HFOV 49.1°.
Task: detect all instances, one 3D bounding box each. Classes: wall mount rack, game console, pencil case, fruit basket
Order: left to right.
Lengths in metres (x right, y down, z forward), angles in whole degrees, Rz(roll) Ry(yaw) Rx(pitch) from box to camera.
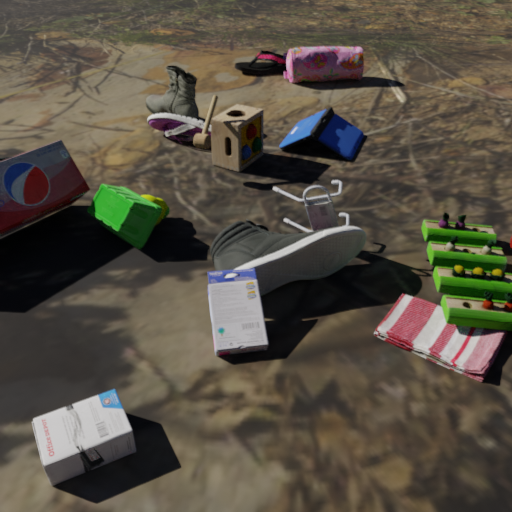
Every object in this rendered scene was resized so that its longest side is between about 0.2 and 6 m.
[{"bbox_3d":[-2.094,-0.703,9.731,1.295,0.934,1.295,29,0,0],"label":"fruit basket"},{"bbox_3d":[0.907,-0.764,9.217,1.144,1.317,0.491,-6,47,15],"label":"wall mount rack"},{"bbox_3d":[1.541,-2.684,13.012,1.416,0.982,1.660,-18,23,32],"label":"game console"},{"bbox_3d":[2.024,-5.694,16.704,2.344,1.025,1.025,-5,35,-6],"label":"pencil case"}]

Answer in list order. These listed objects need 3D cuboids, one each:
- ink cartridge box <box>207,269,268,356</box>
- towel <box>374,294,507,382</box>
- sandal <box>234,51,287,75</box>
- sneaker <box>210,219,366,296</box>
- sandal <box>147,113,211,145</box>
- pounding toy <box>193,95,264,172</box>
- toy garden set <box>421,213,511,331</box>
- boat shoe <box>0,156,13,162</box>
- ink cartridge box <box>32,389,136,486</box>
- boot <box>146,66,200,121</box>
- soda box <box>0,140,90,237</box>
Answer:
[{"bbox_3d":[-0.271,0.739,7.559,0.697,0.245,1.167,-5,62,-8],"label":"ink cartridge box"},{"bbox_3d":[2.493,1.033,7.580,1.497,0.170,1.078,21,39,28],"label":"towel"},{"bbox_3d":[0.649,-6.150,17.663,2.692,0.607,1.011,-4,35,-5],"label":"sandal"},{"bbox_3d":[0.426,-0.195,8.708,2.504,0.885,1.242,-18,43,-18],"label":"sneaker"},{"bbox_3d":[-1.634,-2.834,12.876,2.066,0.840,0.508,13,77,17],"label":"sandal"},{"bbox_3d":[-0.507,-2.538,11.586,0.785,1.507,1.716,18,38,24],"label":"pounding toy"},{"bbox_3d":[3.773,0.120,8.411,2.148,0.514,2.577,6,34,4],"label":"toy garden set"},{"bbox_3d":[-5.614,-1.702,10.996,2.290,0.759,0.856,9,41,16],"label":"boat shoe"},{"bbox_3d":[-1.856,1.940,6.049,0.925,0.389,0.669,-16,38,-22],"label":"ink cartridge box"},{"bbox_3d":[-2.078,-4.133,14.044,0.709,1.368,2.095,-27,43,-33],"label":"boot"},{"bbox_3d":[-4.382,-0.846,9.217,0.974,1.076,3.073,-20,13,47],"label":"soda box"}]
